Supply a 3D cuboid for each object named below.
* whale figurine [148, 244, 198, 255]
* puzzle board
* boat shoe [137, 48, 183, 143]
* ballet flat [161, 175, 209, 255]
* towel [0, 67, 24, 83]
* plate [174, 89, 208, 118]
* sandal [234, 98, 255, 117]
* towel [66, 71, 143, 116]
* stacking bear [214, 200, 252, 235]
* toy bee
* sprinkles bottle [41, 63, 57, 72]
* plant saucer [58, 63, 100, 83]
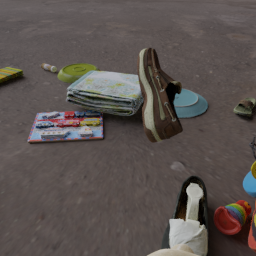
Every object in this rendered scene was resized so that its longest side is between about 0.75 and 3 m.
[{"bbox_3d":[1.125,2.646,3.629,2.888,1.498,2.297,10,23,-33],"label":"whale figurine"},{"bbox_3d":[-1.886,-0.117,8.812,2.181,0.190,1.644,-3,32,-4],"label":"puzzle board"},{"bbox_3d":[0.759,-0.804,6.028,0.840,0.839,2.271,-15,66,22],"label":"boat shoe"},{"bbox_3d":[1.090,1.793,5.158,0.842,0.847,2.476,7,33,10],"label":"ballet flat"},{"bbox_3d":[-5.923,-1.927,11.674,1.265,0.265,2.939,15,36,32],"label":"towel"},{"bbox_3d":[1.767,-1.028,10.164,2.258,0.288,2.258,0,33,0],"label":"plate"},{"bbox_3d":[4.065,-0.811,9.678,0.595,0.427,1.498,18,36,26],"label":"sandal"},{"bbox_3d":[-0.598,-1.372,10.231,2.518,0.708,2.941,11,29,10],"label":"towel"},{"bbox_3d":[2.167,1.729,5.626,0.883,0.502,0.536,-15,53,-39],"label":"stacking bear"},{"bbox_3d":[3.110,0.985,5.413,1.956,1.624,2.988,27,47,-28],"label":"toy bee"},{"bbox_3d":[-3.671,-2.796,12.977,0.801,0.273,0.273,22,38,31],"label":"sprinkles bottle"},{"bbox_3d":[-2.163,-2.506,12.494,1.959,0.304,1.959,0,33,0],"label":"plant saucer"}]
